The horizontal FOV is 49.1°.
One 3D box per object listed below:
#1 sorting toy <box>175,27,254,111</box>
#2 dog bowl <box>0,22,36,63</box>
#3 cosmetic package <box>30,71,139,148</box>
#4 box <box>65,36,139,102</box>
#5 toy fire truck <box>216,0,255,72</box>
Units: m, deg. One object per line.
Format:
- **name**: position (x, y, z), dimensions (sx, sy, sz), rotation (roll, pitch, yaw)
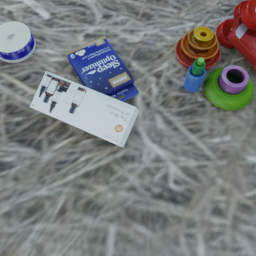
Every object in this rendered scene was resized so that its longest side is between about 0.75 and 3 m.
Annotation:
- **sorting toy**: position (2.223, -1.674, 7.331), dimensions (1.584, 1.082, 2.636), rotation (-33, 69, -15)
- **dog bowl**: position (-3.294, -2.475, 8.056), dimensions (1.151, 0.453, 1.151), rotation (0, 66, -1)
- **cosmetic package**: position (-1.064, -0.457, 6.835), dimensions (2.446, 0.619, 1.010), rotation (22, 88, 11)
- **box**: position (-0.709, -1.532, 7.690), dimensions (1.263, 0.338, 2.084), rotation (-27, 68, -12)
- **toy fire truck**: position (3.900, -2.764, 7.895), dimensions (2.046, 1.366, 2.436), rotation (45, 71, -6)
